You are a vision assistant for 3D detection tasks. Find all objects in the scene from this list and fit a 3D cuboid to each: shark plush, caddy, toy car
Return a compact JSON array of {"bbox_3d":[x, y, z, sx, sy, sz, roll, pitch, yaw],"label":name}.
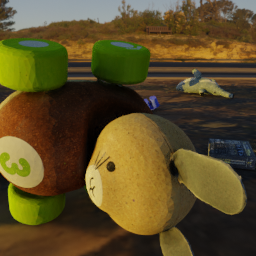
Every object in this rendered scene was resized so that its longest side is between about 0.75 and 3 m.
[{"bbox_3d":[3.857,-1.811,13.986,2.790,1.268,1.162,33,52,26],"label":"shark plush"},{"bbox_3d":[0.872,-0.890,10.678,0.600,0.445,0.848,-23,17,4],"label":"caddy"},{"bbox_3d":[-0.137,0.477,3.091,2.235,2.327,2.833,-10,31,-31],"label":"toy car"}]

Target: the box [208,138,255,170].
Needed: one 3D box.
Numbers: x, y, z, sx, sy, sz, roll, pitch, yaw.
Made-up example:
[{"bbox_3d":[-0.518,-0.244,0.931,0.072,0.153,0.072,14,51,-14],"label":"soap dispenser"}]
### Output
[{"bbox_3d":[2.172,0.526,5.978,0.885,0.286,1.122,3,16,14],"label":"box"}]
